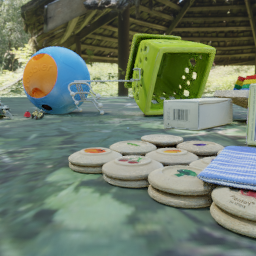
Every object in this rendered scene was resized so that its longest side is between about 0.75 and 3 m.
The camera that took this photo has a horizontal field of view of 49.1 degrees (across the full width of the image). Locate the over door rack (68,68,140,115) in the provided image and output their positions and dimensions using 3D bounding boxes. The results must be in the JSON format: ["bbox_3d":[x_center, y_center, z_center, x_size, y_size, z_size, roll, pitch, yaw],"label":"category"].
[{"bbox_3d":[-0.736,-1.209,10.223,2.553,0.850,1.886,-12,-14,-5],"label":"over door rack"}]

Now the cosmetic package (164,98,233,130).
[{"bbox_3d":[1.920,-0.413,7.481,1.037,0.732,2.003,5,10,40],"label":"cosmetic package"}]

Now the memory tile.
[{"bbox_3d":[0.763,0.409,3.266,2.055,0.225,2.682,-7,10,-43],"label":"memory tile"}]

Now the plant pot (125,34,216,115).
[{"bbox_3d":[1.328,-2.173,10.548,2.523,2.511,2.289,-8,36,-29],"label":"plant pot"}]

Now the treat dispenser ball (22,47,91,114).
[{"bbox_3d":[-2.891,-1.915,11.496,2.716,2.716,2.716,0,8,0],"label":"treat dispenser ball"}]

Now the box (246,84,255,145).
[{"bbox_3d":[3.420,-0.260,5.089,2.187,1.057,1.923,5,9,26],"label":"box"}]

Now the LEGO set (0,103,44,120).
[{"bbox_3d":[-4.061,-0.642,9.366,2.381,0.675,1.547,-3,8,-23],"label":"LEGO set"}]

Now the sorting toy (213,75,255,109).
[{"bbox_3d":[3.969,-0.878,8.095,2.196,0.764,2.183,20,6,-6],"label":"sorting toy"}]

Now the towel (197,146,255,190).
[{"bbox_3d":[1.221,0.330,2.564,0.880,0.145,1.216,3,8,28],"label":"towel"}]
